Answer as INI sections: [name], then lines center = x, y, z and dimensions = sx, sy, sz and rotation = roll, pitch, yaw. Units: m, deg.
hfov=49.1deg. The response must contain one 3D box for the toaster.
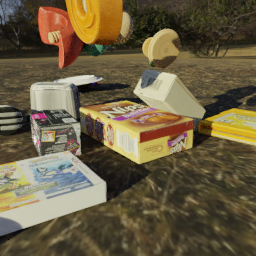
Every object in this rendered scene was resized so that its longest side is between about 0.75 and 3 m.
[toaster]
center = -2.449, -0.862, 9.268
dimensions = 1.890, 1.221, 1.074
rotation = 1, 16, 3

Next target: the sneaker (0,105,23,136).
[sneaker]
center = -4.585, -0.189, 7.697
dimensions = 2.906, 1.099, 1.678
rotation = 0, 9, -39

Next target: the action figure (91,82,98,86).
[action figure]
center = -2.057, -2.719, 17.062
dimensions = 0.302, 0.239, 0.924
rotation = 4, 15, 21

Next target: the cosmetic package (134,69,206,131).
[cosmetic package]
center = 1.214, -0.725, 7.769
dimensions = 1.070, 0.756, 2.067
rotation = 23, -6, 40

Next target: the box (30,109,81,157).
[box]
center = -1.767, 0.118, 6.761
dimensions = 0.949, 0.824, 1.436
rotation = -7, 20, -26

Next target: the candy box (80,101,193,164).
[candy box]
center = 0.086, -0.051, 7.362
dimensions = 1.662, 0.804, 2.848
rotation = -12, 19, -33

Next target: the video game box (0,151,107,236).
[video game box]
center = -1.524, 0.964, 4.705
dimensions = 1.816, 0.425, 1.654
rotation = -11, 17, -31

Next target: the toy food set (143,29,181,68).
[toy food set]
center = 1.056, -2.334, 8.322
dimensions = 1.179, 1.167, 0.287
rotation = -41, 41, -3

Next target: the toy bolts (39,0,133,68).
[toy bolts]
center = -0.339, -2.057, 4.595
dimensions = 1.721, 2.482, 2.371
rotation = -21, 66, -27

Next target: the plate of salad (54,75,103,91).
[plate of salad]
center = -2.759, -2.279, 14.792
dimensions = 2.936, 0.705, 2.936
rotation = -7, 16, 2

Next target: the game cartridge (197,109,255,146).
[game cartridge]
center = 3.596, -0.094, 8.178
dimensions = 2.182, 0.401, 2.475
rotation = 15, 24, 40
